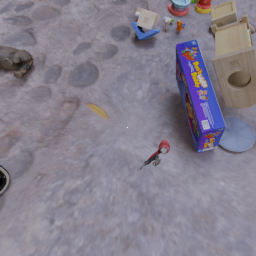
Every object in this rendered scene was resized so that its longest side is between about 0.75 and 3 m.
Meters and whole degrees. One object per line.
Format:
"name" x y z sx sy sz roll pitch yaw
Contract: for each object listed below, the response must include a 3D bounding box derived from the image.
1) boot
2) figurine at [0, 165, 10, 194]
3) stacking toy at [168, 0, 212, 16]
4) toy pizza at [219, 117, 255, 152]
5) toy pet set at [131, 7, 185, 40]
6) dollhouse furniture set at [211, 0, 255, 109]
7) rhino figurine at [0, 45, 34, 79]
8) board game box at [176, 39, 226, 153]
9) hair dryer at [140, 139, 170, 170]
"boot" 4.019 -3.863 10.984 1.151 0.553 1.574 -41 63 -18
"figurine" -4.600 1.514 6.967 2.285 1.008 2.342 22 58 24
"stacking toy" 2.602 -5.641 12.033 1.846 0.780 1.671 -11 56 -8
"toy pizza" 3.103 0.189 8.257 1.216 0.193 1.216 0 56 0
"toy pet set" 1.022 -3.923 10.953 1.963 1.042 1.833 24 23 13
"dollhouse furniture set" 3.739 -2.275 7.440 2.648 1.665 2.994 -11 41 26
"rhino figurine" -4.509 -2.485 9.773 2.623 0.784 1.147 17 40 13
"board game box" 1.867 -0.807 7.599 0.570 1.711 2.545 -13 68 5
"hair dryer" 0.569 0.480 5.589 0.822 0.626 0.223 -43 101 -32
